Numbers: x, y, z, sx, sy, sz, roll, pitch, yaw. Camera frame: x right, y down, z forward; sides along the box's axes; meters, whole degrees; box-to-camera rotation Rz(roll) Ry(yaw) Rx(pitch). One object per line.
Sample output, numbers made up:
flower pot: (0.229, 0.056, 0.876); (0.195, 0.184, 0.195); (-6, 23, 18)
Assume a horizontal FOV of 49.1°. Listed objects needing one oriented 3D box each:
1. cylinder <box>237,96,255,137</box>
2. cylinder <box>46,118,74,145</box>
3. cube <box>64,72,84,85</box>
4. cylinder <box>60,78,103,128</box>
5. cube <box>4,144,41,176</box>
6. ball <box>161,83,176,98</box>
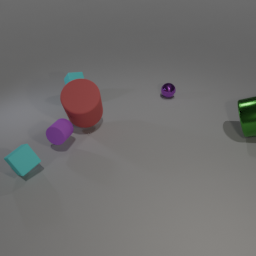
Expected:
cylinder: (4.738, -0.458, 9.895); (1.400, 1.400, 1.400); (-11, 26, 26)
cylinder: (-2.314, 0.118, 9.528); (0.700, 0.700, 0.700); (8, 28, 13)
cube: (-2.421, -2.078, 12.761); (0.700, 0.700, 0.700); (-11, -9, -31)
cylinder: (-1.674, -0.890, 10.389); (1.400, 1.400, 1.400); (0, 69, 0)
cube: (-3.212, 0.967, 8.524); (0.700, 0.700, 0.700); (-43, 17, -28)
ball: (1.908, -1.784, 13.244); (0.700, 0.700, 0.700); (0, 32, 0)
